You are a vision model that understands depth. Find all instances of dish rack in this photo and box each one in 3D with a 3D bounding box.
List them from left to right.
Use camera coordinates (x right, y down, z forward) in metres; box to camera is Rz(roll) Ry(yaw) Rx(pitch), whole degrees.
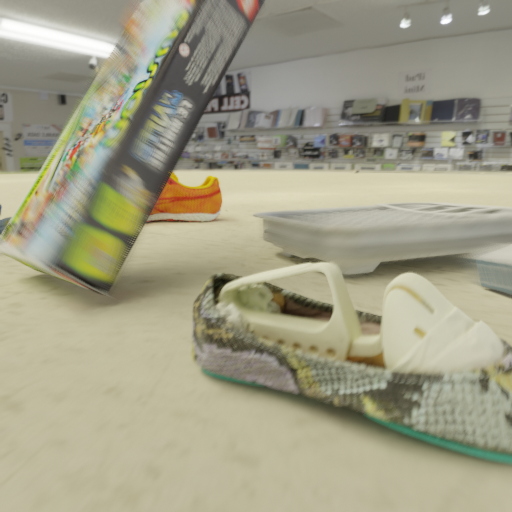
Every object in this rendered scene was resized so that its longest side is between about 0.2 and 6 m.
[{"bbox_3d":[1.906,-0.331,8.330,3.406,0.741,2.923,-4,10,-21],"label":"dish rack"}]

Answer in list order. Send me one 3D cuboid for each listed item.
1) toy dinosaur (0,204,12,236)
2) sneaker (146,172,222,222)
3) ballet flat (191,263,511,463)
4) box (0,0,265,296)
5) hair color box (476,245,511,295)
[{"bbox_3d":[-4.170,-0.308,9.354,1.781,1.962,1.030,-20,49,7],"label":"toy dinosaur"},{"bbox_3d":[-2.423,-1.368,12.716,3.292,1.270,1.202,-6,13,-21],"label":"sneaker"},{"bbox_3d":[0.655,0.524,3.516,2.679,0.964,0.964,7,13,32],"label":"ballet flat"},{"bbox_3d":[-1.588,-1.583,6.855,0.694,3.997,2.200,35,-17,-36],"label":"box"},{"bbox_3d":[3.269,0.040,6.410,1.265,0.384,0.626,-19,12,-11],"label":"hair color box"}]
